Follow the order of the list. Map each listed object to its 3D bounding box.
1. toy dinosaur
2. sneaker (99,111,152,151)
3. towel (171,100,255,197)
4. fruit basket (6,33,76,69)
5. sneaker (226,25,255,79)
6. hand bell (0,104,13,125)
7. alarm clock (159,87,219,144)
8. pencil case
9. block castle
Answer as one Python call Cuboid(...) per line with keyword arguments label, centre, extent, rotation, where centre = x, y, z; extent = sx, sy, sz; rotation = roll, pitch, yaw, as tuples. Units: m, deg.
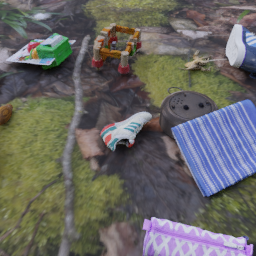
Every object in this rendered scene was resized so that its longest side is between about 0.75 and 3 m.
Cuboid(label="toy dinosaur", centre=(2.797, -2.561, 11.390), extent=(1.060, 0.610, 2.096), rotation=(6, 34, 29))
Cuboid(label="sneaker", centre=(0.073, 0.145, 8.480), extent=(1.809, 0.637, 0.846), rotation=(-21, 67, -26))
Cuboid(label="towel", centre=(2.774, 0.433, 7.622), extent=(2.784, 0.332, 2.015), rotation=(-20, 76, -19))
Cuboid(label="fruit basket", centre=(-3.625, -3.302, 11.701), extent=(2.250, 1.055, 2.084), rotation=(14, 45, 19))
Cuboid(label="sneaker", centre=(5.363, -3.180, 11.568), extent=(2.192, 1.206, 2.994), rotation=(13, 42, 3))
Cuboid(label="hand bell", centre=(-4.096, 0.021, 8.316), extent=(1.483, 1.483, 2.848), rotation=(1, 31, 1))
Cuboid(label="alarm clock", centre=(1.859, -0.622, 9.040), extent=(1.811, 0.894, 2.684), rotation=(-8, 41, -8))
Cuboid(label="pencil case", centre=(1.360, 2.447, 5.712), extent=(2.151, 0.920, 0.903), rotation=(8, 51, 10))
Cuboid(label="block castle", centre=(-0.434, -3.240, 11.604), extent=(1.598, 1.122, 2.392), rotation=(14, 48, 9))
